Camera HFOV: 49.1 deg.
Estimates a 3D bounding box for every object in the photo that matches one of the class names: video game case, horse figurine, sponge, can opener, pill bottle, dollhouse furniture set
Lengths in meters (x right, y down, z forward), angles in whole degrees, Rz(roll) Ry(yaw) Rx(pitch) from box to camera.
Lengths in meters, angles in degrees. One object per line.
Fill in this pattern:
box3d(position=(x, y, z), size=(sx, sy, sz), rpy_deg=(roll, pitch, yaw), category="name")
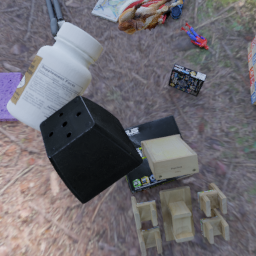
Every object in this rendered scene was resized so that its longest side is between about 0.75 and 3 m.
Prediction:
box3d(position=(-0.713, -4.832, 11.171), size=(1.084, 0.131, 1.190), rpy_deg=(22, 71, 8), category="video game case")
box3d(position=(0.439, -2.663, 6.671), size=(2.313, 1.533, 0.577), rpy_deg=(-40, 107, -45), category="horse figurine")
box3d(position=(-4.247, -1.094, 9.719), size=(0.990, 0.265, 1.775), rpy_deg=(-2, 69, 0), category="sponge")
box3d(position=(-2.742, -4.253, 10.710), size=(0.549, 0.693, 2.086), rpy_deg=(-15, 66, -4), category="can opener")
box3d(position=(-1.678, -1.171, 6.720), size=(1.391, 1.391, 2.432), rpy_deg=(32, 92, 11), category="pill bottle")
box3d(position=(1.276, 1.811, 8.003), size=(2.407, 1.825, 2.747), rpy_deg=(-10, 105, -3), category="dollhouse furniture set")

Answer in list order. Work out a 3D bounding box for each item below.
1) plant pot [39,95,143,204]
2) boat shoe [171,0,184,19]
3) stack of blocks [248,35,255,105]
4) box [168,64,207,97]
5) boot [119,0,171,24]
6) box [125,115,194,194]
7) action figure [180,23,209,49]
box3d(position=(-0.809, 0.281, 5.203), size=(1.417, 1.260, 1.420), rpy_deg=(-36, 46, 4), category="plant pot")
box3d(position=(1.951, -4.879, 11.044), size=(0.494, 0.403, 1.175), rpy_deg=(10, 70, 4), category="boat shoe")
box3d(position=(4.744, -2.132, 9.505), size=(0.701, 1.378, 2.393), rpy_deg=(4, 70, 2), category="stack of blocks")
box3d(position=(1.967, -1.596, 9.447), size=(1.114, 1.122, 0.279), rpy_deg=(25, 72, 10), category="box")
box3d(position=(0.686, -4.381, 10.746), size=(1.860, 0.673, 1.342), rpy_deg=(-29, 74, -14), category="boot")
box3d(position=(0.791, 0.803, 8.891), size=(2.093, 0.497, 2.021), rpy_deg=(-15, 73, -6), category="box")
box3d(position=(2.560, -3.409, 10.558), size=(0.413, 0.326, 1.261), rpy_deg=(-43, 80, -9), category="action figure")
